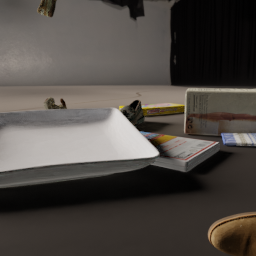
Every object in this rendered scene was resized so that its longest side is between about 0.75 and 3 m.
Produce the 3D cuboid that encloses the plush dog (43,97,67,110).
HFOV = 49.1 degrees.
[{"bbox_3d":[-2.362,-0.517,9.317,0.785,0.979,0.841,38,33,14],"label":"plush dog"}]

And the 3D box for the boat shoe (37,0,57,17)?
[{"bbox_3d":[-2.326,-3.925,8.158,0.524,1.375,0.493,12,-17,-7],"label":"boat shoe"}]

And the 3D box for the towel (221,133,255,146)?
[{"bbox_3d":[2.827,0.283,6.433,1.263,0.150,0.928,1,12,14],"label":"towel"}]

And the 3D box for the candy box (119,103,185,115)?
[{"bbox_3d":[1.056,-0.809,11.832,2.568,0.339,1.312,-7,15,-32],"label":"candy box"}]

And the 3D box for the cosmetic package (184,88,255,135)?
[{"bbox_3d":[2.937,-0.449,7.520,2.719,1.186,1.406,2,10,16],"label":"cosmetic package"}]

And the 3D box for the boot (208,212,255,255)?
[{"bbox_3d":[1.211,0.961,2.163,1.136,0.418,0.429,5,22,13],"label":"boot"}]

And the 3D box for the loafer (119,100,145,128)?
[{"bbox_3d":[-0.055,-0.421,8.586,0.844,0.739,2.349,3,11,17],"label":"loafer"}]

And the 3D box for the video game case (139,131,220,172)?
[{"bbox_3d":[0.489,0.377,5.743,2.288,0.200,1.636,8,13,35],"label":"video game case"}]

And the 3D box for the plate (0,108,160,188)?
[{"bbox_3d":[-1.286,0.235,4.911,2.924,0.473,2.918,-4,19,-15],"label":"plate"}]
